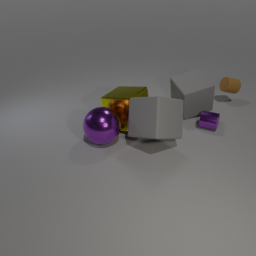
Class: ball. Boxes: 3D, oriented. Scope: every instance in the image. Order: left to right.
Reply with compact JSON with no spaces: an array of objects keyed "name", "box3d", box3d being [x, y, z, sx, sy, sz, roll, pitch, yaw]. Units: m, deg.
[{"name":"ball","box3d":[-0.955,-0.084,10.305,1.400,1.400,1.400,0,31,0]}]

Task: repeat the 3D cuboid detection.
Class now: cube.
[{"name":"cube","box3d":[-0.044,-0.797,11.284,1.400,1.400,1.400,6,29,31]},{"name":"cube","box3d":[0.984,-0.343,9.969,1.400,1.400,1.400,2,1,-43]},{"name":"cube","box3d":[2.773,-1.489,12.222,1.400,1.400,1.400,-18,45,-7]}]

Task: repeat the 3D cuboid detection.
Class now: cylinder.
[{"name":"cylinder","box3d":[3.309,-0.311,11.372,0.700,0.700,0.700,13,33,22]},{"name":"cylinder","box3d":[4.827,-2.017,13.230,0.700,0.700,0.700,7,26,-24]}]
